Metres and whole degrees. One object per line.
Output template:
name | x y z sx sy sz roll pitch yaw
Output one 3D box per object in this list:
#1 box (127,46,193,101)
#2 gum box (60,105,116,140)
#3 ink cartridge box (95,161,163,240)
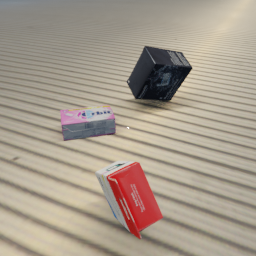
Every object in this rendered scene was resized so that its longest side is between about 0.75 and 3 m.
box | 1.043 -1.801 9.571 1.593 1.566 0.935 -1 51 -30
gum box | -1.168 -0.201 8.420 1.639 0.542 0.930 -8 32 -11
ink cartridge box | -0.003 1.147 4.874 0.587 1.015 1.746 -24 2 -16
